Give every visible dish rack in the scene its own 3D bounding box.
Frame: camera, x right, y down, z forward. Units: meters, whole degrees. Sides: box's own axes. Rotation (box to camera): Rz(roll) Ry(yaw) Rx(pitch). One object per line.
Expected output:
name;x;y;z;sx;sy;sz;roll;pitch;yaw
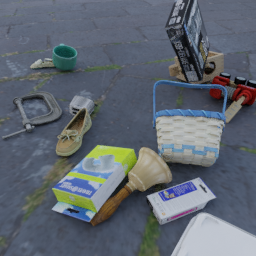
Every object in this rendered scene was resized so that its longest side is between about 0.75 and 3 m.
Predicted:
dish rack;2.468;3.238;6.769;2.604;0.567;2.235;21;43;27

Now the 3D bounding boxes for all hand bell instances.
hand bell;-0.082;1.898;8.299;2.632;1.370;1.370;-38;50;-22

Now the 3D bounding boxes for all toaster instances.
toaster;-1.954;-0.877;12.011;1.168;0.664;0.755;18;44;9

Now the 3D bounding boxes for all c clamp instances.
c clamp;-4.205;-0.775;12.088;2.503;0.397;2.930;-14;40;-18

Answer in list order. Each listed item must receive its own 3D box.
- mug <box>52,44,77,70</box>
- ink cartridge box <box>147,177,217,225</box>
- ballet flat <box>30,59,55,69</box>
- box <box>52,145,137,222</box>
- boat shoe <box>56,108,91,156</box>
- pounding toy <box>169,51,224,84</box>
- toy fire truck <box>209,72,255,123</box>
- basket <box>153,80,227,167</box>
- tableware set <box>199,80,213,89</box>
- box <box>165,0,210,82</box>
mug;-3.457;-3.863;15.478;1.293;0.973;1.573;18;43;0
ink cartridge box;1.589;2.135;8.362;1.892;0.351;0.896;-17;40;-17
ballet flat;-4.740;-3.646;15.737;1.519;0.528;0.528;-7;38;-8
box;-1.038;1.541;8.592;1.592;0.622;2.611;3;34;35
boat shoe;-2.083;0.123;10.636;0.863;0.738;2.354;8;38;10
pounding toy;3.244;-2.739;13.690;2.813;1.287;2.471;-20;29;-18
toy fire truck;4.426;-1.341;12.274;1.972;1.441;2.240;24;33;27
basket;2.033;-0.240;9.656;2.571;2.028;2.916;6;75;8
tableware set;3.938;-2.480;14.449;1.428;0.219;0.962;-24;43;-27
box;2.507;-3.646;11.317;0.714;2.868;2.261;0;54;32
